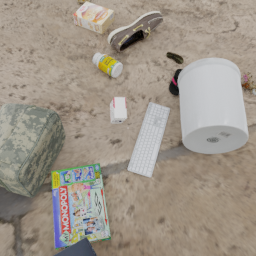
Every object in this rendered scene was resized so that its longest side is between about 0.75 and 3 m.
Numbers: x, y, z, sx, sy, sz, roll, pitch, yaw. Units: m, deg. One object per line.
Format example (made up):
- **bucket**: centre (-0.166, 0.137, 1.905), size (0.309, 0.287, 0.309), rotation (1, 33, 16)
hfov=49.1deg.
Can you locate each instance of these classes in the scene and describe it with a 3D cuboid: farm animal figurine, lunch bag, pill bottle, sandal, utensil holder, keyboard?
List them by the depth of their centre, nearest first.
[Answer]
- **lunch bag**: centre (-3.420, 0.526, 8.542), size (2.182, 1.812, 2.601), rotation (14, 57, 10)
- **utensil holder**: centre (2.718, -0.653, 9.180), size (2.104, 2.104, 2.475), rotation (3, 61, 2)
- **keyboard**: centre (0.770, 0.316, 9.668), size (0.801, 0.152, 2.848), rotation (15, 59, 9)
- **farm animal figurine**: centre (4.694, -1.667, 10.783), size (0.827, 0.436, 0.836), rotation (31, 56, 4)
- **sandal**: centre (1.939, -1.869, 10.938), size (0.532, 0.319, 1.416), rotation (14, 59, 9)
- **pill bottle**: centre (-0.834, -2.539, 11.167), size (1.147, 0.647, 0.647), rotation (34, 64, 19)
- **sandal**: centre (1.981, -2.952, 11.677), size (0.829, 0.339, 0.226), rotation (30, 41, 25)

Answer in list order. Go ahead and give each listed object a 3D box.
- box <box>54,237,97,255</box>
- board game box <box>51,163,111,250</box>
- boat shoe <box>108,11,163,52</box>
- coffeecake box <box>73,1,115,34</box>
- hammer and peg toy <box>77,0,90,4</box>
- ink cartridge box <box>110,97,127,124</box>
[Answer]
- **box**: centre (-0.895, 3.894, 6.213), size (1.284, 2.187, 2.150), rotation (-26, 62, -16)
- **board game box**: centre (-1.435, 2.257, 8.341), size (1.546, 0.334, 2.297), rotation (-9, 58, -6)
- **boat shoe**: centre (0.459, -4.101, 12.001), size (2.691, 0.967, 0.801), rotation (-30, 68, -14)
- **coffeecake box**: centre (-1.546, -5.050, 12.804), size (1.498, 0.547, 1.150), rotation (24, 61, 14)
- **hammer and peg toy**: centre (-2.155, -6.477, 13.846), size (0.659, 0.316, 0.896), rotation (4, 58, 4)
- **ink cartridge box**: centre (-0.338, -0.575, 9.445), size (0.416, 0.987, 0.714), rotation (-1, 81, -12)
